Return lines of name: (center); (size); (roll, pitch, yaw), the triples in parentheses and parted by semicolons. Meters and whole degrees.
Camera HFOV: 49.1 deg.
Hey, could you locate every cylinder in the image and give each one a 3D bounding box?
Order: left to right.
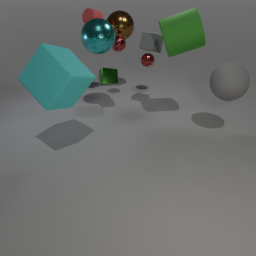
cylinder: (-1.578, -4.963, 12.606); (0.700, 0.700, 0.700); (18, 18, 29)
cylinder: (1.989, -3.503, 10.343); (1.400, 1.400, 1.400); (-16, 26, 13)

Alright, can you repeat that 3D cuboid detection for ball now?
ball: (-1.205, -3.700, 11.327); (1.400, 1.400, 1.400); (0, 28, 0)
ball: (-0.441, -3.839, 12.784); (0.700, 0.700, 0.700); (0, 28, 0)
ball: (-0.397, -4.976, 13.659); (1.400, 1.400, 1.400); (0, 28, 0)
ball: (1.001, -3.451, 14.257); (0.700, 0.700, 0.700); (0, 28, 0)
ball: (3.727, -1.696, 10.288); (1.400, 1.400, 1.400); (0, 28, 0)

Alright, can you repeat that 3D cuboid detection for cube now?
cube: (-2.169, -1.550, 8.670); (1.400, 1.400, 1.400); (46, 21, 9)
cube: (-0.879, -2.265, 12.436); (0.700, 0.700, 0.700); (-3, 2, -19)
cube: (0.991, -3.583, 11.706); (0.700, 0.700, 0.700); (19, 16, 27)
